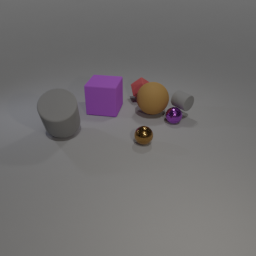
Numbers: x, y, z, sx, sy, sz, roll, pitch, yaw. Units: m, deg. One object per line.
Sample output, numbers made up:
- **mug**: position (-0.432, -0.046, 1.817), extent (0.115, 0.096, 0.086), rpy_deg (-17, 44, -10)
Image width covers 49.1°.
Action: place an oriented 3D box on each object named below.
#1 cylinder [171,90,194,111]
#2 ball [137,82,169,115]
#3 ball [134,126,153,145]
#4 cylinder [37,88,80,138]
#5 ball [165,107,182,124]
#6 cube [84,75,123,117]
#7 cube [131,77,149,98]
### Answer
- **cylinder**: position (2.294, -1.153, 11.788), extent (0.700, 0.700, 0.700), rpy_deg (-24, 40, -35)
- **ball**: position (1.068, -1.282, 12.103), extent (1.400, 1.400, 1.400), rpy_deg (0, 30, 0)
- **ball**: position (0.578, 0.271, 10.294), extent (0.700, 0.700, 0.700), rpy_deg (0, 30, 0)
- **cylinder**: position (-2.533, -0.527, 10.422), extent (1.400, 1.400, 1.400), rpy_deg (2, 63, -3)
- **ball**: position (1.918, -0.530, 11.707), extent (0.700, 0.700, 0.700), rpy_deg (0, 30, 0)
- **cube**: position (-1.050, -1.468, 12.594), extent (1.400, 1.400, 1.400), rpy_deg (6, 31, 9)
- **cube**: position (0.658, -1.870, 13.436), extent (0.700, 0.700, 0.700), rpy_deg (22, 48, -45)
